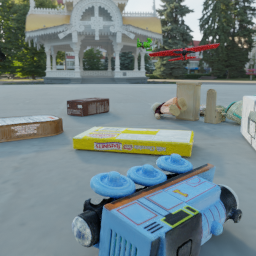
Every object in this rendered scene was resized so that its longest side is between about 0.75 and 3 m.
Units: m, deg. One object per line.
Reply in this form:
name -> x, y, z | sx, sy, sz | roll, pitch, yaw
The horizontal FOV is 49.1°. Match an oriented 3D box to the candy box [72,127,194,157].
candy box -> 0.180, 0.267, 6.418 | 2.561, 0.338, 1.309 | 3, 14, 15

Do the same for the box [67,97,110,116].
box -> -1.639, -0.914, 11.826 | 0.881, 0.660, 1.760 | 8, 12, 35

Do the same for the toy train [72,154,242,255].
toy train -> 0.370, 0.805, 2.700 | 1.783, 0.773, 1.019 | -8, 22, -45

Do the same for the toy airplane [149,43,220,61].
toy airplane -> 1.643, -2.222, 8.479 | 2.056, 0.378, 2.056 | -7, 12, 2

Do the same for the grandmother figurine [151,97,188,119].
grandmother figurine -> 1.453, -0.784, 10.582 | 1.254, 0.626, 2.069 | -27, 9, -18

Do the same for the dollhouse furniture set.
dollhouse furniture set -> 3.170, -1.126, 10.961 | 2.816, 1.375, 2.401 | -10, 15, -42

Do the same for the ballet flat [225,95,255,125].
ballet flat -> 4.392, -0.557, 9.996 | 2.835, 0.956, 0.884 | -16, 47, -44

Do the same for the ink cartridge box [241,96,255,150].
ink cartridge box -> 3.714, -0.074, 6.141 | 1.913, 1.104, 2.629 | 2, 11, 12

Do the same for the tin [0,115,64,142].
tin -> -2.980, -0.017, 7.669 | 2.449, 0.513, 1.371 | -7, 17, -35

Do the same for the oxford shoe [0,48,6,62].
oxford shoe -> -4.339, -2.544, 9.174 | 0.339, 0.803, 0.292 | -13, 15, 38

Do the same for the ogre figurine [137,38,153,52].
ogre figurine -> 0.599, -2.977, 9.998 | 0.564, 0.462, 0.941 | 6, -4, 1
